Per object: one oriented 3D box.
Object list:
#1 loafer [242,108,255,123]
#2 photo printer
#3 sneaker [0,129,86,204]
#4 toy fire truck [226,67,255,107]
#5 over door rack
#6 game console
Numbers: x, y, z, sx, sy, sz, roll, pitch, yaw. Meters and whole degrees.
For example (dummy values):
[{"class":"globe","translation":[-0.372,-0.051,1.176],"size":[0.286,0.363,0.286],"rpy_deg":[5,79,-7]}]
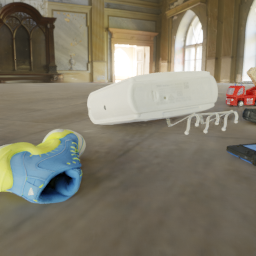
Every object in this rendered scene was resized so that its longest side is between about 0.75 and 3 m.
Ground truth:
[{"class":"loafer","translation":[4.529,-0.521,7.845],"size":[2.621,0.920,0.890],"rpy_deg":[0,11,-1]},{"class":"photo printer","translation":[0.411,-0.725,7.423],"size":[2.494,1.041,2.998],"rpy_deg":[-10,3,-27]},{"class":"sneaker","translation":[-0.879,0.531,3.626],"size":[0.957,0.690,1.822],"rpy_deg":[23,19,19]},{"class":"toy fire truck","translation":[5.821,-2.021,12.688],"size":[2.875,2.027,0.701],"rpy_deg":[-3,10,-17]},{"class":"over door rack","translation":[1.839,-0.124,7.113],"size":[1.152,0.519,1.559],"rpy_deg":[-4,0,-17]},{"class":"game console","translation":[2.643,0.119,4.708],"size":[1.479,0.875,1.263],"rpy_deg":[-2,12,-15]}]
